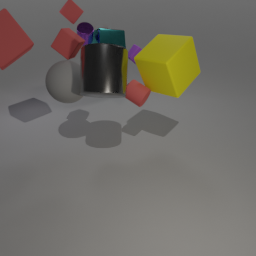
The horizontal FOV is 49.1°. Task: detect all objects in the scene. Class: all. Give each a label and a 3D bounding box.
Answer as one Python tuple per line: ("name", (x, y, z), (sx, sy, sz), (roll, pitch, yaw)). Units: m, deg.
("cube", (-1.055, -3.744, 13.063), (1.400, 1.400, 1.400), (-9, 9, -36))
("cube", (-4.322, -3.006, 9.726), (1.400, 1.400, 1.400), (-42, 21, -11))
("ball", (-1.996, -1.514, 9.228), (1.400, 1.400, 1.400), (0, 31, 0))
("cylinder", (-1.838, -4.017, 11.979), (0.700, 0.700, 0.700), (4, 64, -9))
("cube", (1.314, -2.062, 9.200), (1.400, 1.400, 1.400), (22, 60, 42))
("cube", (-2.436, -4.990, 12.014), (0.700, 0.700, 0.700), (37, 8, -30))
("cube", (-1.938, -2.744, 9.107), (0.700, 0.700, 0.700), (37, 21, -7))
("cylinder", (0.308, -1.184, 9.556), (0.700, 0.700, 0.700), (34, 39, 10))
("cylinder", (-0.716, -1.645, 8.330), (1.400, 1.400, 1.400), (2, 1, 0))
("cube", (0.438, -3.502, 13.531), (0.700, 0.700, 0.700), (33, 11, -31))
